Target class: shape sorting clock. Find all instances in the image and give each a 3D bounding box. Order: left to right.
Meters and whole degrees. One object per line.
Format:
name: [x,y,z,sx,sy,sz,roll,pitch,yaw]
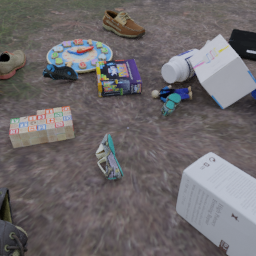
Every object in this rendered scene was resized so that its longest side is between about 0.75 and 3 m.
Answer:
shape sorting clock: [-2.016,-3.096,11.750,2.728,0.535,2.728,0,38,0]

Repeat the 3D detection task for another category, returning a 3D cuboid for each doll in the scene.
doll: [1.465,-1.165,9.491,1.324,0.321,0.903,-3,46,7]

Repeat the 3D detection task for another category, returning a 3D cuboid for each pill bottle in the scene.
pill bottle: [2.031,-2.253,10.353,1.594,0.954,0.954,-29,47,-31]

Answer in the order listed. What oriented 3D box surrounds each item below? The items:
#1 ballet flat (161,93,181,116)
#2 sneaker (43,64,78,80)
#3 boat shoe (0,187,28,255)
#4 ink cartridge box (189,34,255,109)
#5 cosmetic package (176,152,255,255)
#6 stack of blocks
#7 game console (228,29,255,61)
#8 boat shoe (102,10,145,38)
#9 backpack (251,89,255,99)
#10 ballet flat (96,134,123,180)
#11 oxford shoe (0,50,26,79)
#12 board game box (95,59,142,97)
ballet flat: [1.327,-0.722,8.825,0.459,0.459,1.237,17,31,20]
sneaker: [-2.466,-1.987,10.241,1.330,0.545,0.487,8,61,-42]
boat shoe: [-2.251,2.036,4.874,0.943,1.065,2.910,-24,44,-20]
ink cartridge box: [3.057,-1.936,9.261,1.314,1.349,2.099,-37,30,23]
cosmetic package: [2.190,1.725,5.083,0.959,1.317,2.590,-28,45,-30]
stack of blocks: [-2.416,-0.053,7.952,1.670,0.489,0.962,-10,39,-11]
game console: [5.741,-3.579,12.616,2.310,1.344,2.031,17,71,20]
boat shoe: [-0.317,-5.304,14.151,2.696,0.996,1.020,28,46,31]
backpack: [4.994,-1.278,8.710,1.833,1.490,1.538,-8,42,-12]
ballet flat: [-0.534,0.707,7.012,0.548,0.548,1.524,-9,38,-11]
oxford shoe: [-4.606,-2.726,11.096,0.721,0.765,2.047,1,38,1]
board game box: [-0.379,-1.864,10.210,1.531,0.525,1.853,-6,39,-5]
